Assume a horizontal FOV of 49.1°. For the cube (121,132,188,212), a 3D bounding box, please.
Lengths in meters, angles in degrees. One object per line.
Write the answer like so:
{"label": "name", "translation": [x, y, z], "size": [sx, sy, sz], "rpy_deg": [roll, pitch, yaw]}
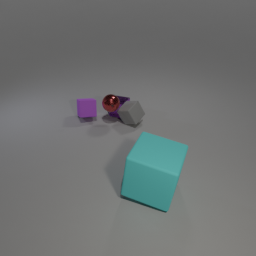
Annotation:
{"label": "cube", "translation": [0.750, 1.185, 7.896], "size": [1.400, 1.400, 1.400], "rpy_deg": [17, 35, 13]}

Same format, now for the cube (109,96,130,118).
{"label": "cube", "translation": [-0.356, -0.903, 12.005], "size": [0.700, 0.700, 0.700], "rpy_deg": [12, 34, 27]}

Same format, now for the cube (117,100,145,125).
{"label": "cube", "translation": [0.124, -0.623, 11.307], "size": [0.700, 0.700, 0.700], "rpy_deg": [3, 42, 46]}

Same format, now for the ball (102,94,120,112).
{"label": "ball", "translation": [-0.667, -0.972, 10.948], "size": [0.700, 0.700, 0.700], "rpy_deg": [0, 33, 0]}

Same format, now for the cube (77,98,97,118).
{"label": "cube", "translation": [-1.716, -0.844, 11.611], "size": [0.700, 0.700, 0.700], "rpy_deg": [-4, 12, -18]}
